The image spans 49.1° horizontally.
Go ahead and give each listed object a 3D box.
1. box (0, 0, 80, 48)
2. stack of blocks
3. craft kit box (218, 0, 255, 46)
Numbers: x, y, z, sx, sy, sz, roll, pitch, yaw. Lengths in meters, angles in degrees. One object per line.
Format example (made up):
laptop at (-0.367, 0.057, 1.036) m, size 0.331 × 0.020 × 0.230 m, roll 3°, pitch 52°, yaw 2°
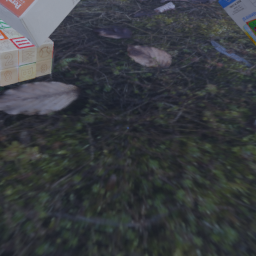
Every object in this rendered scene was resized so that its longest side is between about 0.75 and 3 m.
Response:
box at (-1.004, -1.709, 2.981) m, size 0.955 × 0.667 × 1.254 m, roll 36°, pitch 81°, yaw 2°
stack of blocks at (-3.222, -1.584, 5.753) m, size 2.840 × 0.832 × 1.635 m, roll -26°, pitch 59°, yaw -38°
craft kit box at (3.461, -1.970, 5.085) m, size 0.694 × 2.826 × 2.862 m, roll -46°, pitch 12°, yaw -7°
